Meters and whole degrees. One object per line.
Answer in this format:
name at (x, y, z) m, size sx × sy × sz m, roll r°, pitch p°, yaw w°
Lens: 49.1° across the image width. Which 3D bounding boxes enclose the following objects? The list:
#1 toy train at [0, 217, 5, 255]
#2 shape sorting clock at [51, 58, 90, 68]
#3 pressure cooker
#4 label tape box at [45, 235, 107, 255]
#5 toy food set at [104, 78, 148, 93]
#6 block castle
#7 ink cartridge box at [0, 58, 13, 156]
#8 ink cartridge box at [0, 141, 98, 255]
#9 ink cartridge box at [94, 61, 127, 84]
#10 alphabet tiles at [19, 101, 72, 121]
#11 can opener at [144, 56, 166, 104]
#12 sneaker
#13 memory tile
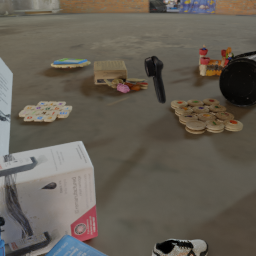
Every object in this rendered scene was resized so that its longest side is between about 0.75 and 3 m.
toy train at (-1.989, 1.822, 3.569) m, size 0.725 × 1.672 × 0.955 m, roll 13°, pitch 19°, yaw 25°
shape sorting clock at (-3.060, -3.432, 15.019) m, size 2.087 × 0.409 × 2.087 m, roll 2°, pitch 20°, yaw -1°
pressure cooker at (4.641, -1.885, 10.556) m, size 1.836 × 1.865 × 2.088 m, roll 36°, pitch 43°, yaw 30°
label tape box at (-0.145, 2.623, 2.702) m, size 2.983 × 0.944 × 2.151 m, roll 15°, pitch 31°, yaw 27°
toy food set at (0.016, -1.823, 12.091) m, size 2.012 × 0.317 × 1.279 m, roll -2°, pitch 27°, yaw -20°
block castle at (4.528, -3.555, 14.436) m, size 1.679 × 1.179 × 2.513 m, roll 6°, pitch 28°, yaw 10°
ink cartridge box at (-3.673, -0.063, 5.803) m, size 2.080 × 2.866 × 1.200 m, roll -2°, pitch -14°, yaw -3°
ink cartridge box at (-1.686, 1.263, 4.624) m, size 2.199 × 1.601 × 0.932 m, roll -10°, pitch 29°, yaw -18°
ink cartridge box at (-0.846, -2.643, 13.203) m, size 1.491 × 0.680 × 1.810 m, roll -3°, pitch 28°, yaw -4°
alphabet tiles at (-2.865, -0.584, 9.831) m, size 1.688 × 0.123 × 1.650 m, roll 1°, pitch 27°, yaw 2°
can opener at (0.897, -1.477, 8.635) m, size 0.592 × 1.505 × 0.477 m, roll -17°, pitch 22°, yaw -1°
sneaker at (0.864, 1.991, 4.546) m, size 1.017 × 0.407 × 0.375 m, roll -7°, pitch 27°, yaw -17°
memory tile at (2.583, -0.490, 9.558) m, size 1.885 × 0.206 × 2.459 m, roll -3°, pitch 28°, yaw -6°
